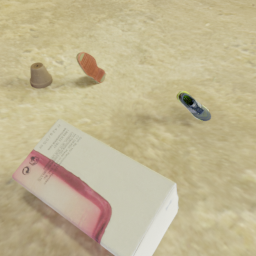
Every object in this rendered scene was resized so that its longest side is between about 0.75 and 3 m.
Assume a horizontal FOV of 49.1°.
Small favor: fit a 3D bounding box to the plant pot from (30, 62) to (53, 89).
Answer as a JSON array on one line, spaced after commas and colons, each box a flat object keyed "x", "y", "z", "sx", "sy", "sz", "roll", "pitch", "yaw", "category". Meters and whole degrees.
[{"x": -3.164, "y": -1.917, "z": 9.981, "sx": 0.813, "sy": 0.709, "sz": 0.813, "roll": -2, "pitch": 46, "yaw": 2, "category": "plant pot"}]

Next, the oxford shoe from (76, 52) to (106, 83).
[{"x": -1.393, "y": -2.074, "z": 9.620, "sx": 0.635, "sy": 1.720, "sz": 0.609, "roll": 22, "pitch": 80, "yaw": 24, "category": "oxford shoe"}]

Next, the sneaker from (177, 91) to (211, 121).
[{"x": 1.995, "y": -0.629, "z": 8.449, "sx": 1.247, "sy": 0.461, "sz": 0.505, "roll": 37, "pitch": 11, "yaw": -1, "category": "sneaker"}]

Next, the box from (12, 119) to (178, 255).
[{"x": -0.570, "y": 1.359, "z": 5.796, "sx": 2.848, "sy": 1.821, "sz": 1.552, "roll": 27, "pitch": 69, "yaw": 24, "category": "box"}]
